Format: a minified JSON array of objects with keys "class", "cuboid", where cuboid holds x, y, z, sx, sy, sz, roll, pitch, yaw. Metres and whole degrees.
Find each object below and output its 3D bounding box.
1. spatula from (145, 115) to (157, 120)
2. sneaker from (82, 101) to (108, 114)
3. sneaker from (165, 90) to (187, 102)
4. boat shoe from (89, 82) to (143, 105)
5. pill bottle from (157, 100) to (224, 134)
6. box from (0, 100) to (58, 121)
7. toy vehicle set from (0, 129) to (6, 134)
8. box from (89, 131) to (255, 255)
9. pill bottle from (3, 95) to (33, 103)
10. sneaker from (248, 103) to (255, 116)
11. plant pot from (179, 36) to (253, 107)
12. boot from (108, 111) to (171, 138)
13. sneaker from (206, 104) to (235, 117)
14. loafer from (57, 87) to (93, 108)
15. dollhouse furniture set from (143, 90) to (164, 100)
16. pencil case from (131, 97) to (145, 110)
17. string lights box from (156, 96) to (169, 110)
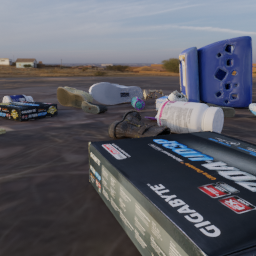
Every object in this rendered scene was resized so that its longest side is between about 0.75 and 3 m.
[{"class":"spatula","cuboid":[1.049,-0.409,9.641,0.454,0.165,1.607,7,14,24]},{"class":"sneaker","cuboid":[-1.315,-0.780,10.936,1.080,0.404,0.574,23,20,39]},{"class":"sneaker","cuboid":[1.823,-0.844,9.447,1.248,0.502,0.477,21,25,-44]},{"class":"boat shoe","cuboid":[-0.668,-1.589,13.394,2.873,1.057,0.939,3,3,-36]},{"class":"pill bottle","cuboid":[1.600,-0.234,7.235,1.518,0.861,0.861,10,16,38]},{"class":"box","cuboid":[-3.733,-0.650,10.052,1.916,0.441,1.523,9,16,37]},{"class":"toy vehicle set","cuboid":[-3.692,0.132,7.327,0.485,0.103,0.780,7,14,28]},{"class":"box","cuboid":[0.996,0.710,3.386,2.304,0.667,2.899,-5,13,-22]},{"class":"pill bottle","cuboid":[-4.484,-1.048,11.492,0.606,0.606,1.091,10,15,38]},{"class":"sneaker","cuboid":[5.456,-0.813,9.011,2.896,1.255,1.086,6,15,29]},{"class":"plant pot","cuboid":[3.803,-2.461,12.782,2.663,2.963,2.962,-5,13,5]},{"class":"boot","cuboid":[0.411,0.027,7.004,1.379,0.548,1.584,8,24,27]},{"class":"sneaker","cuboid":[3.149,-0.612,10.074,1.227,0.459,0.652,10,8,3]},{"class":"loafer","cuboid":[-2.391,-1.346,12.540,2.202,0.833,0.752,23,23,38]},{"class":"dollhouse furniture set","cuboid":[1.371,-1.754,15.278,1.031,0.534,0.456,-3,53,-16]},{"class":"pencil case","cuboid":[0.406,-1.045,11.762,0.447,0.486,1.051,-2,13,-8]},{"class":"string lights box","cuboid":[1.777,-1.062,11.852,0.818,0.470,1.593,5,13,21]}]
